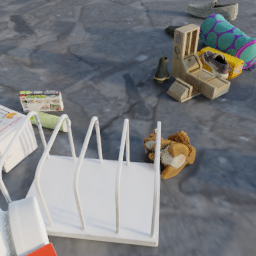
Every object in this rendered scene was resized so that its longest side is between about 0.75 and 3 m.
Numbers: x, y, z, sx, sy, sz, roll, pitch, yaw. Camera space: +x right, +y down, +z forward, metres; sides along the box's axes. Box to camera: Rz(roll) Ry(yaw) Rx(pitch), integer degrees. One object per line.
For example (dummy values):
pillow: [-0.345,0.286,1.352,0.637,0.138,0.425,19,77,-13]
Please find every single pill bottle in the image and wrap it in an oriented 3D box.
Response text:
pill bottle: [-2.670,2.081,4.372,2.697,1.477,1.477,-15,43,-18]

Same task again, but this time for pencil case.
pencil case: [4.000,-3.475,11.100,1.374,1.266,2.974,-22,43,-2]

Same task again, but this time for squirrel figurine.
squirrel figurine: [0.999,0.505,6.907,1.222,0.865,1.141,-10,29,-33]

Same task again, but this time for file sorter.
file sorter: [-0.730,0.879,5.588,2.825,1.759,1.960,4,41,4]

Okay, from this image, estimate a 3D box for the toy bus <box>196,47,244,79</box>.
toy bus: [3.169,-2.389,10.216,0.615,0.739,1.888,-29,48,-29]

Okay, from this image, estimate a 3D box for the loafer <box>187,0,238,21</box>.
loafer: [4.413,-6.287,14.688,2.605,0.909,0.911,14,42,16]

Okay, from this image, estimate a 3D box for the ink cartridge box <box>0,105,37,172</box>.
ink cartridge box: [-3.215,0.174,6.945,1.442,1.043,1.062,20,44,22]

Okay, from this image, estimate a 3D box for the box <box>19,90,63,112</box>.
box: [-2.597,-0.811,8.430,1.181,0.650,0.205,-1,41,-2]

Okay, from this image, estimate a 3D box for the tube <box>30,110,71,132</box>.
tube: [-2.324,-0.215,7.981,1.431,0.372,0.415,13,3,22]

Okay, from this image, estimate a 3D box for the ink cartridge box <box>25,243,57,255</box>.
ink cartridge box: [-1.320,2.882,3.402,1.789,0.628,2.201,-22,80,-24]

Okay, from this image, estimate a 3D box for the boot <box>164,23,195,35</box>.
boot: [2.456,-4.730,13.224,1.282,0.497,0.887,-24,41,-27]

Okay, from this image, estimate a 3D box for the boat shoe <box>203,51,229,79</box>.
boat shoe: [2.814,-2.119,8.847,0.561,0.505,1.559,6,38,-10]

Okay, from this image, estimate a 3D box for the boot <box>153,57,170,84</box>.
boot: [1.252,-2.083,9.577,0.483,0.862,1.247,15,27,8]

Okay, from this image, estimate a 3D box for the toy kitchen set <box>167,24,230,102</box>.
toy kitchen set: [2.066,-1.997,8.962,1.602,1.771,1.963,-26,47,-26]
